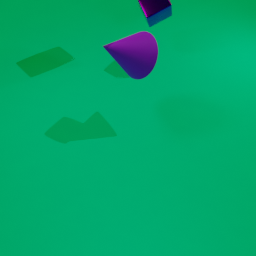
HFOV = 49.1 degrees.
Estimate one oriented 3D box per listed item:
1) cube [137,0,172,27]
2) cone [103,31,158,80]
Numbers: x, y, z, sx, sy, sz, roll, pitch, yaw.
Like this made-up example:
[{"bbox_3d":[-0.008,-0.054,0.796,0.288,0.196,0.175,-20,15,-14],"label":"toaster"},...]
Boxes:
[{"bbox_3d":[0.917,-4.246,9.696,0.925,0.925,0.925,-25,86,10],"label":"cube"},{"bbox_3d":[-0.136,-1.995,7.287,1.318,1.313,1.313,0,39,-44],"label":"cone"}]
